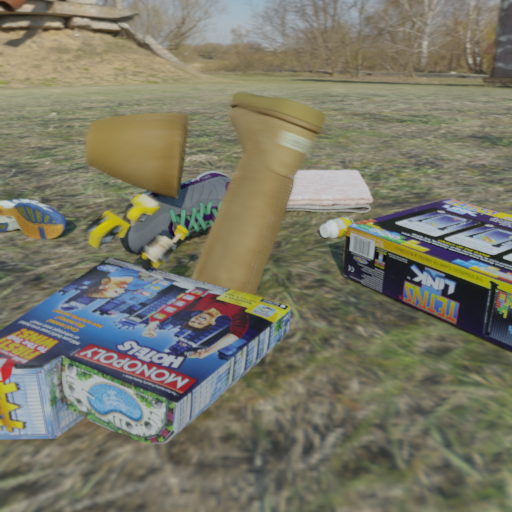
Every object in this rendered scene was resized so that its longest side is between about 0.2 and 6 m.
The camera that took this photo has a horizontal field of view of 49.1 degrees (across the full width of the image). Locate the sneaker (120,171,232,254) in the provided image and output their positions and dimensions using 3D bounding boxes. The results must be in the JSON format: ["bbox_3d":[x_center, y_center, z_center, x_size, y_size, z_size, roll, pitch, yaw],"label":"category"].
[{"bbox_3d":[-1.260,-0.942,11.537,1.420,1.207,3.244,16,36,34],"label":"sneaker"}]

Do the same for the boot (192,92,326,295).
[{"bbox_3d":[-0.287,-0.887,8.990,1.087,3.287,2.879,18,9,-17],"label":"boot"}]

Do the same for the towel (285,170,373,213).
[{"bbox_3d":[1.415,-1.771,14.943,3.012,0.486,2.877,0,23,1],"label":"towel"}]

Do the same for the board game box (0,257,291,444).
[{"bbox_3d":[-1.705,1.239,6.737,3.187,0.983,3.185,13,26,29],"label":"board game box"}]

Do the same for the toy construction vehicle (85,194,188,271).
[{"bbox_3d":[-1.660,-0.289,7.951,1.083,0.438,1.244,31,40,3],"label":"toy construction vehicle"}]

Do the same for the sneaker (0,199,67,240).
[{"bbox_3d":[-4.952,-0.946,12.417,2.196,0.827,0.968,11,24,23],"label":"sneaker"}]

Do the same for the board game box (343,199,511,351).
[{"bbox_3d":[3.875,0.141,9.416,3.094,1.061,3.743,-13,26,-34],"label":"board game box"}]

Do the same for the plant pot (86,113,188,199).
[{"bbox_3d":[-2.192,-1.962,10.322,1.702,1.586,1.586,8,21,-6],"label":"plant pot"}]

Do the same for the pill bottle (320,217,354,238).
[{"bbox_3d":[1.744,-0.601,12.126,0.713,0.399,0.399,-14,26,-30],"label":"pill bottle"}]
